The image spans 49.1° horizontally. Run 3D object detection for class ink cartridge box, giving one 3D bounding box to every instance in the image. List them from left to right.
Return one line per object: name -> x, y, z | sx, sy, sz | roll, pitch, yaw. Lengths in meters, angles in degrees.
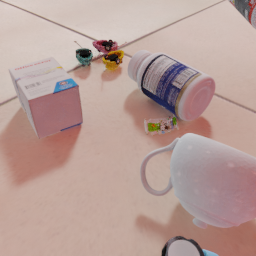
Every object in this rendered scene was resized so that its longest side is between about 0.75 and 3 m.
ink cartridge box -> -2.564, -1.011, 8.803 | 1.506, 1.480, 2.046 | -22, 46, -23

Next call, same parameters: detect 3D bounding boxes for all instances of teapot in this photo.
teapot -> 1.817, 1.275, 6.067 | 2.398, 1.775, 2.430 | 25, 0, -26

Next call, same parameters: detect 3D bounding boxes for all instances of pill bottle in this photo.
pill bottle -> 1.307, -1.554, 9.339 | 1.574, 1.574, 2.835 | -29, 49, -28
pill bottle -> 3.116, -3.389, 6.875 | 1.165, 1.165, 2.010 | -11, 53, -12

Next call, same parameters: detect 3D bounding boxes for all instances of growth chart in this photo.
growth chart -> 1.052, -0.088, 8.829 | 1.132, 0.100, 0.819 | -7, 44, -7

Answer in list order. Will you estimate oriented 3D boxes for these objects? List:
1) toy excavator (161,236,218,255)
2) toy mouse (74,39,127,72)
toy excavator -> 1.589, 3.417, 4.125 | 2.892, 1.444, 2.812 | 17, 45, 5
toy mouse -> -1.284, -3.140, 11.871 | 2.540, 0.553, 2.859 | 21, 46, 21
